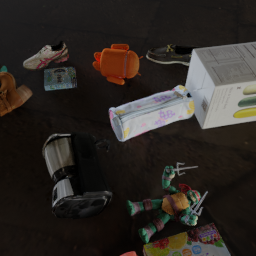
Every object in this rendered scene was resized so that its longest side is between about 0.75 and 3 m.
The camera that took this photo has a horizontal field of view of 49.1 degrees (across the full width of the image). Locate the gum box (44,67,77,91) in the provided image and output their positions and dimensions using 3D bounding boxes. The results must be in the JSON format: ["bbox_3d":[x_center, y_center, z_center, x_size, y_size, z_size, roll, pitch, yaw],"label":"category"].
[{"bbox_3d":[-2.818,-2.071,11.666,1.272,0.283,1.081,-8,50,-7],"label":"gum box"}]

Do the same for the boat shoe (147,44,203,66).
[{"bbox_3d":[2.091,-3.343,12.431,2.519,0.758,0.898,7,50,6],"label":"boat shoe"}]

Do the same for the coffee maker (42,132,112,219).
[{"bbox_3d":[-1.240,1.272,8.039,2.138,1.499,2.226,-15,52,-13],"label":"coffee maker"}]

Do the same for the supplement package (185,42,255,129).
[{"bbox_3d":[3.770,-1.546,10.029,2.725,2.068,2.053,-9,50,-7],"label":"supplement package"}]

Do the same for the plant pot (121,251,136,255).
[{"bbox_3d":[-0.285,3.750,5.930,1.727,1.727,1.528,-20,63,-16],"label":"plant pot"}]

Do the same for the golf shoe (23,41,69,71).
[{"bbox_3d":[-3.619,-3.182,12.191,2.045,0.942,0.743,-28,56,-20],"label":"golf shoe"}]

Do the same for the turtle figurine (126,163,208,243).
[{"bbox_3d":[1.226,2.053,7.586,2.333,1.175,1.747,-23,44,-14],"label":"turtle figurine"}]

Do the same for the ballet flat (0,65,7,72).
[{"bbox_3d":[-5.537,-2.023,11.510,0.566,0.562,1.654,-3,39,9],"label":"ballet flat"}]

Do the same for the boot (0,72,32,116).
[{"bbox_3d":[-4.854,-1.312,10.846,1.932,0.741,1.500,35,62,18],"label":"boot"}]

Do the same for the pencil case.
[{"bbox_3d":[0.824,-0.524,9.667,2.951,1.339,1.227,-19,94,-14],"label":"pencil case"}]

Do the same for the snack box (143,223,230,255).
[{"bbox_3d":[1.517,3.343,6.904,1.968,0.521,1.400,-14,51,-11],"label":"snack box"}]

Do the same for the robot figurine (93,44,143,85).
[{"bbox_3d":[-0.408,-2.648,11.604,2.004,1.168,1.441,6,47,6],"label":"robot figurine"}]
